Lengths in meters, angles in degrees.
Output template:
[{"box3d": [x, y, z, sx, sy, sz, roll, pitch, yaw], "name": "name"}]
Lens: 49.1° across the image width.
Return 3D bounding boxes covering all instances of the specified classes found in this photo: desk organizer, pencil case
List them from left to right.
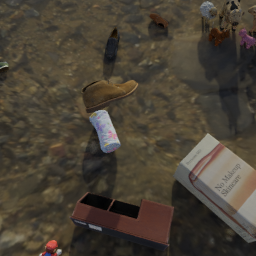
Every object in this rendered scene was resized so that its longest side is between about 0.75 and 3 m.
[{"box3d": [-0.777, 0.102, 9.357, 0.657, 0.602, 1.449, -9, 61, -31], "name": "pencil case"}, {"box3d": [-0.135, 2.496, 7.888, 2.685, 0.963, 1.034, 13, 60, 7], "name": "desk organizer"}]

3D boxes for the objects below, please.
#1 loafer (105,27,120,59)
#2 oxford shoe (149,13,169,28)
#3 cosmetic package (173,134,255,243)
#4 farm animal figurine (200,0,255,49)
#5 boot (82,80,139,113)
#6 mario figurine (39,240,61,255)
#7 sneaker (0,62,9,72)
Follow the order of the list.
[{"box3d": [-0.648, -3.461, 11.346, 0.527, 0.524, 1.448, 6, 63, 2], "name": "loafer"}, {"box3d": [1.289, -4.654, 12.111, 0.966, 0.344, 0.344, 35, 71, 16], "name": "oxford shoe"}, {"box3d": [2.906, 1.706, 8.139, 2.839, 1.239, 1.467, 39, 68, 19], "name": "cosmetic package"}, {"box3d": [4.498, -4.526, 11.469, 2.524, 1.316, 2.496, -10, 62, -5], "name": "farm animal figurine"}, {"box3d": [-0.470, -1.120, 8.055, 1.959, 0.721, 0.739, -30, 107, -36], "name": "boot"}, {"box3d": [-2.157, 3.518, 7.757, 0.477, 0.409, 0.772, 26, 71, -26], "name": "mario figurine"}, {"box3d": [-5.065, -2.372, 10.920, 0.815, 0.273, 0.366, -14, 57, -10], "name": "sneaker"}]
